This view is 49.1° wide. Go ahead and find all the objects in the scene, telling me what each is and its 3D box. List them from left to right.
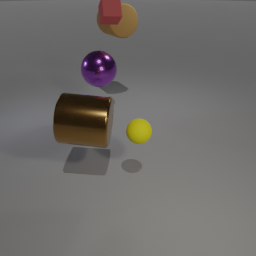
[{"bbox_3d":[-1.175,-0.211,7.721,1.400,1.400,1.400,6,28,2],"label":"cylinder"},{"bbox_3d":[-1.136,-2.300,10.932,1.400,1.400,1.400,0,28,0],"label":"ball"},{"bbox_3d":[-0.652,-4.230,10.156,0.700,0.700,0.700,-5,-2,-17],"label":"cube"},{"bbox_3d":[-0.492,-4.809,12.466,1.400,1.400,1.400,-14,30,-25],"label":"cylinder"},{"bbox_3d":[0.299,0.090,7.655,0.700,0.700,0.700,0,28,0],"label":"ball"}]
